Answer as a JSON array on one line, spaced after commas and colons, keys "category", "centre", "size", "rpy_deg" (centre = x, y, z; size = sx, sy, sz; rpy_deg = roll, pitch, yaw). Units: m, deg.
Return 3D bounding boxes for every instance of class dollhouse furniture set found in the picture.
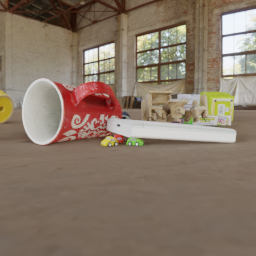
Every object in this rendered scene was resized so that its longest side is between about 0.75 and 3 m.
[{"category": "dollhouse furniture set", "centre": [1.589, -0.184, 9.983], "size": [1.159, 0.918, 0.823], "rpy_deg": [1, -11, 43]}, {"category": "dollhouse furniture set", "centre": [1.532, -0.937, 10.657], "size": [2.142, 1.517, 2.332], "rpy_deg": [-1, -10, -10]}]

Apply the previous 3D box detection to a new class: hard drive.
[{"category": "hard drive", "centre": [1.057, 0.055, 7.320], "size": [2.812, 0.375, 1.855], "rpy_deg": [4, 3, -21]}]

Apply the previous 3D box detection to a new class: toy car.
[{"category": "toy car", "centre": [-0.073, 0.297, 6.860], "size": [0.955, 0.226, 1.015], "rpy_deg": [2, 5, 19]}]

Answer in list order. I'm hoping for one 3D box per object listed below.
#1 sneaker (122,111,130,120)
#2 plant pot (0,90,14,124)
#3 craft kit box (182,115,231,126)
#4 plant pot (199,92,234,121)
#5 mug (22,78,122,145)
[{"category": "sneaker", "centre": [-0.588, -0.552, 14.273], "size": [1.469, 0.559, 1.062], "rpy_deg": [10, 16, 2]}, {"category": "plant pot", "centre": [-7.073, -1.217, 14.050], "size": [2.208, 2.347, 2.347], "rpy_deg": [19, 12, 22]}, {"category": "craft kit box", "centre": [3.121, -0.321, 12.264], "size": [2.023, 0.497, 2.048], "rpy_deg": [3, 1, -4]}, {"category": "plant pot", "centre": [5.110, -1.164, 16.034], "size": [1.685, 1.693, 1.536], "rpy_deg": [0, 12, -2]}, {"category": "mug", "centre": [-1.182, -0.369, 7.546], "size": [2.137, 1.606, 2.407], "rpy_deg": [5, 3, 36]}]
